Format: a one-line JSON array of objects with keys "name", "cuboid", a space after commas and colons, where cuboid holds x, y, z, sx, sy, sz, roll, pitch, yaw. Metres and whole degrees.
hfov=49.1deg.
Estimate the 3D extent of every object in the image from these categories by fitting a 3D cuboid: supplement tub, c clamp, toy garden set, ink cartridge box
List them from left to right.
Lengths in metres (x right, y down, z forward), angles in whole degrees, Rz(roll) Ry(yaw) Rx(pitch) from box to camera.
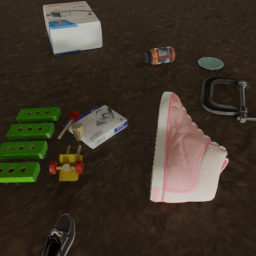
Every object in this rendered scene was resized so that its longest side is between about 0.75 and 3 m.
[{"name": "toy garden set", "cuboid": [-1.930, 0.399, 6.752, 2.034, 0.487, 2.440, -3, 40, 6]}, {"name": "ink cartridge box", "cuboid": [-2.346, -4.219, 11.573, 1.935, 1.135, 2.642, -13, 44, -14]}, {"name": "ink cartridge box", "cuboid": [-0.895, -0.146, 7.559, 1.293, 0.262, 1.290, 32, 50, 31]}, {"name": "supplement tub", "cuboid": [1.135, -2.622, 10.174, 1.048, 0.560, 0.560, -10, 42, -12]}, {"name": "c clamp", "cuboid": [3.165, -0.907, 8.468, 1.909, 0.303, 2.235, 3, 42, 11]}]

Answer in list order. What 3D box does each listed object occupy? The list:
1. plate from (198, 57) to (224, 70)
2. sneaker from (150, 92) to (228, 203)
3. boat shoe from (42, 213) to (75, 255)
[{"name": "plate", "cuboid": [2.994, -2.317, 10.161, 0.899, 0.115, 0.899, 0, 40, 0]}, {"name": "sneaker", "cuboid": [1.376, 0.366, 6.337, 1.552, 1.118, 2.969, 4, 47, 8]}, {"name": "boat shoe", "cuboid": [-1.239, 2.008, 5.009, 0.429, 0.370, 1.180, 5, 41, 6]}]
